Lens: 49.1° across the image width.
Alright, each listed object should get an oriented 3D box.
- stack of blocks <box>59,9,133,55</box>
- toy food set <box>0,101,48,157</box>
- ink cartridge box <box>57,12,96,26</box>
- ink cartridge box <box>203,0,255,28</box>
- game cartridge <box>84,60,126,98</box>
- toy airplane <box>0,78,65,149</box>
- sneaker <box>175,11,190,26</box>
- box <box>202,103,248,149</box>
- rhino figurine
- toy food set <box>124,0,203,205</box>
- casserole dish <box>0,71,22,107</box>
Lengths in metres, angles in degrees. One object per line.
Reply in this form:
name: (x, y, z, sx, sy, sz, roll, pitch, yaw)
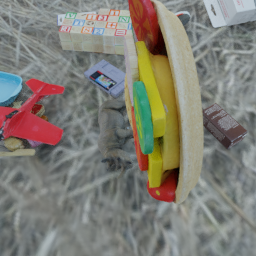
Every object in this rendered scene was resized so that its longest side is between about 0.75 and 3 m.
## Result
stack of blocks: (-0.829, -3.137, 9.012, 2.414, 0.707, 1.390, 5, 54, 4)
toy food set: (-2.513, 0.032, 7.002, 1.208, 0.299, 1.901, -2, 45, 2)
ink cartridge box: (-1.755, -3.727, 9.737, 1.365, 0.253, 0.646, -6, 55, -7)
ink cartridge box: (3.957, -4.435, 9.608, 2.421, 0.807, 1.402, -15, 80, -11)
game cartridge: (-0.552, -1.451, 8.112, 1.300, 0.250, 0.843, 36, 57, 23)
toy airplane: (-2.515, -0.457, 6.992, 2.568, 0.472, 2.568, 0, 44, 0)
sneaker: (1.358, -3.036, 9.090, 2.060, 0.794, 0.843, -35, 88, -22)
box: (2.341, -0.065, 6.993, 0.553, 0.414, 1.105, -27, 57, -18)
rhino figurine: (-0.250, 0.186, 6.647, 0.974, 0.666, 2.227, -7, 56, 5)
toy food set: (0.291, -0.303, 3.250, 0.565, 2.301, 2.324, -7, 51, -2)
casserole dish: (-3.727, -1.089, 7.735, 1.802, 0.350, 1.092, 13, 55, 13)
